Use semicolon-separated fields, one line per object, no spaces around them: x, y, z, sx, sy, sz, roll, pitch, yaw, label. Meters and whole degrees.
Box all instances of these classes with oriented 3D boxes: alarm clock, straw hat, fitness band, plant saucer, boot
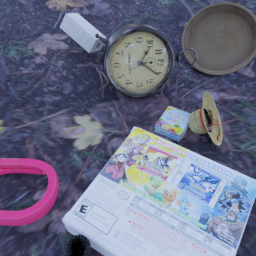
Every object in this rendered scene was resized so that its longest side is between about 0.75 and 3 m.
0.523;-1.812;7.487;2.703;1.823;0.900;-3;28;-5;alarm clock
1.755;-0.149;6.643;0.568;1.341;1.341;-12;40;32;straw hat
-2.336;1.256;5.628;1.920;0.359;1.379;0;47;9;fitness band
2.802;-2.679;8.527;2.285;0.337;2.285;-2;83;18;plant saucer
-0.619;2.350;4.296;0.455;0.905;1.210;-19;47;-25;boot

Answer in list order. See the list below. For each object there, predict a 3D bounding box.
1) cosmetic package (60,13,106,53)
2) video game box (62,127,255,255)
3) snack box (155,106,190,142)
-1.397;-2.996;8.786;1.281;0.543;0.689;41;33;7;cosmetic package
0.681;1.485;5.304;2.827;0.662;2.576;25;56;21;video game box
1.153;-0.124;7.021;0.694;0.278;0.823;22;50;20;snack box
